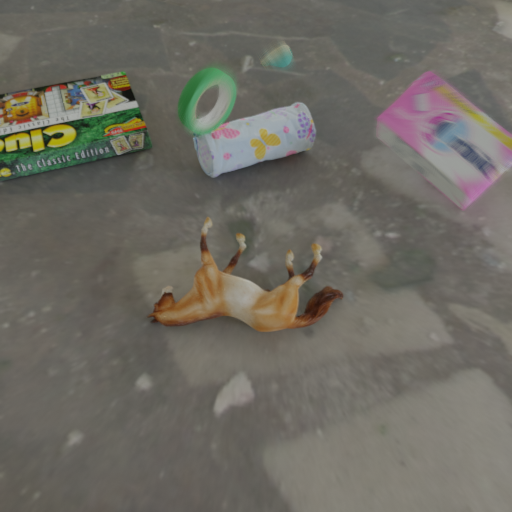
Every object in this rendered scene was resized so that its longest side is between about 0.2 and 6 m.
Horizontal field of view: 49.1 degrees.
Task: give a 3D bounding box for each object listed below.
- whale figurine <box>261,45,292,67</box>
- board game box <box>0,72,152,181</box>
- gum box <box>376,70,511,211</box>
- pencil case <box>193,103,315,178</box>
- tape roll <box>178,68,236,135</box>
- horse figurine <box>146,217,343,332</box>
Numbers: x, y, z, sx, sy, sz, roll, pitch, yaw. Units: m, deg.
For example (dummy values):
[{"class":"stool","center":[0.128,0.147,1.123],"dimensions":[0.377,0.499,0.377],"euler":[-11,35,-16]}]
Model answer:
[{"class":"whale figurine","center":[0.306,-2.819,8.038],"dimensions":[0.504,0.401,0.261],"euler":[-37,98,-35]},{"class":"board game box","center":[-4.527,-2.445,10.930],"dimensions":[4.537,0.532,2.377],"euler":[-16,52,-13]},{"class":"gum box","center":[3.242,-2.038,9.711],"dimensions":[1.263,0.736,2.225],"euler":[-43,72,-3]},{"class":"pencil case","center":[-0.028,-2.162,10.386],"dimensions":[2.235,0.929,1.014],"euler":[-18,26,-15]},{"class":"tape roll","center":[-0.789,-2.500,9.098],"dimensions":[1.052,1.052,0.253],"euler":[-35,60,-27]},{"class":"horse figurine","center":[-0.069,0.461,8.177],"dimensions":[2.661,0.664,1.764],"euler":[16,60,7]}]
